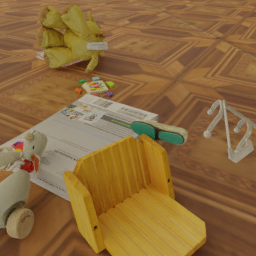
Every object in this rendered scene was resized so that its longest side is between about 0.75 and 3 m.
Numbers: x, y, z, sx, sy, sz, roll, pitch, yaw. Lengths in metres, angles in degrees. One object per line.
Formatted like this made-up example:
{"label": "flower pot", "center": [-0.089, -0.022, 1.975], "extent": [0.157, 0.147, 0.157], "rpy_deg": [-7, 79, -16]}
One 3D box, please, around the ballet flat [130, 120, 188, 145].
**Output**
{"label": "ballet flat", "center": [0.593, 0.053, 5.304], "extent": [1.113, 0.375, 0.347], "rpy_deg": [18, 38, 20]}

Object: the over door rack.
{"label": "over door rack", "center": [2.315, 0.428, 5.260], "extent": [1.635, 0.737, 2.214], "rpy_deg": [31, 24, -8]}

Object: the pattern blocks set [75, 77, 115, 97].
{"label": "pattern blocks set", "center": [-1.094, -1.357, 9.351], "extent": [1.356, 0.125, 1.542], "rpy_deg": [-21, 38, -29]}

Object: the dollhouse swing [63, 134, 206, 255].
{"label": "dollhouse swing", "center": [0.213, 1.141, 4.424], "extent": [1.735, 1.577, 1.525], "rpy_deg": [-23, 21, -32]}

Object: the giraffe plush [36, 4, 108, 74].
{"label": "giraffe plush", "center": [-1.843, -3.576, 10.973], "extent": [2.798, 2.414, 2.269], "rpy_deg": [17, 28, 4]}

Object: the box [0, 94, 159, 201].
{"label": "box", "center": [-0.965, 0.257, 6.439], "extent": [2.291, 0.605, 2.939], "rpy_deg": [18, 37, 26]}

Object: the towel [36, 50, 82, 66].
{"label": "towel", "center": [-2.583, -3.201, 12.003], "extent": [1.907, 0.322, 1.997], "rpy_deg": [23, 40, 30]}

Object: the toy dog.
{"label": "toy dog", "center": [-2.006, 0.855, 4.729], "extent": [1.262, 0.922, 1.914], "rpy_deg": [-12, 61, 4]}
